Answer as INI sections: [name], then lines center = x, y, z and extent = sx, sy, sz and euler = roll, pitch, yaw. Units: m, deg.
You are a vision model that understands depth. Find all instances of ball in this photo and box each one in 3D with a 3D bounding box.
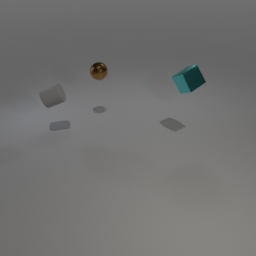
[ball]
center = -1.136, -2.214, 10.938
extent = 0.700, 0.700, 0.700
euler = 0, 29, 0

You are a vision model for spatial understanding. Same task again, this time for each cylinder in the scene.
[cylinder]
center = -2.694, -1.160, 10.067
extent = 0.700, 0.700, 0.700
euler = -21, 29, 7

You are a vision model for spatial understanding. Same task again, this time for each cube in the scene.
[cube]
center = 2.053, -1.642, 9.495
extent = 0.700, 0.700, 0.700
euler = -34, 14, -14
